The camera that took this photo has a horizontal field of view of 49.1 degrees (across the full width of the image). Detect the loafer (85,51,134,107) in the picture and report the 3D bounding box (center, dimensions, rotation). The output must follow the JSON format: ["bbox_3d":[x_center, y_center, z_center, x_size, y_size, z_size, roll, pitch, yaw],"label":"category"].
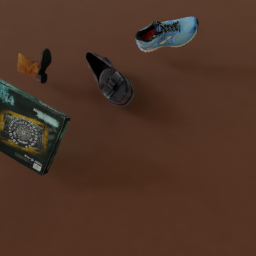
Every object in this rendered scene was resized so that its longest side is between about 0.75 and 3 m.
[{"bbox_3d":[-0.648,-1.459,8.028,0.866,0.759,2.409,-47,44,13],"label":"loafer"}]

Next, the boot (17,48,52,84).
[{"bbox_3d":[-2.771,-1.973,8.225,1.123,1.058,0.385,30,35,24],"label":"boot"}]

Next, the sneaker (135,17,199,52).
[{"bbox_3d":[1.162,-2.940,8.710,2.057,0.925,0.806,-13,81,22],"label":"sneaker"}]

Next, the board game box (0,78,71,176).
[{"bbox_3d":[-2.414,-0.095,6.045,2.113,1.429,0.298,28,14,8],"label":"board game box"}]
